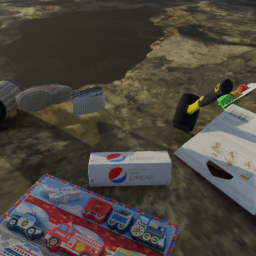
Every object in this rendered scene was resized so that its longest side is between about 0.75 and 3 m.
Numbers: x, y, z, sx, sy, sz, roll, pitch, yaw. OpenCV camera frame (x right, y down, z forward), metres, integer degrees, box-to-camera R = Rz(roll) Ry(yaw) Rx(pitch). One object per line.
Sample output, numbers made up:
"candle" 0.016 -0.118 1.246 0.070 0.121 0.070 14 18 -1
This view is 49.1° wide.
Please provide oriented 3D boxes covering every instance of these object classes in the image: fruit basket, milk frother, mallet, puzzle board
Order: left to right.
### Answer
"milk frother" -3.740 -0.890 7.256 1.381 1.530 1.439 5 34 14
"puzzle board" -0.825 1.804 4.305 2.778 0.242 2.094 16 38 20
"mallet" 1.490 -0.388 5.934 0.572 0.916 2.781 19 0 -1
"fruit basket" 3.041 -0.880 7.675 1.084 0.508 1.004 -28 5 12

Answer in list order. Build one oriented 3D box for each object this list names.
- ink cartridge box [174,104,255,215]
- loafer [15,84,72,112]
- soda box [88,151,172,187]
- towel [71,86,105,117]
"ink cartridge box" 2.419 0.588 5.846 1.960 0.492 2.259 -38 39 -10
"loafer" -2.324 -0.880 7.610 0.555 0.635 1.766 30 29 26
"soda box" 0.033 0.798 5.550 1.587 0.505 0.541 -2 20 -1
"towel" -1.041 -0.691 7.281 0.862 0.714 0.369 -16 60 -13
